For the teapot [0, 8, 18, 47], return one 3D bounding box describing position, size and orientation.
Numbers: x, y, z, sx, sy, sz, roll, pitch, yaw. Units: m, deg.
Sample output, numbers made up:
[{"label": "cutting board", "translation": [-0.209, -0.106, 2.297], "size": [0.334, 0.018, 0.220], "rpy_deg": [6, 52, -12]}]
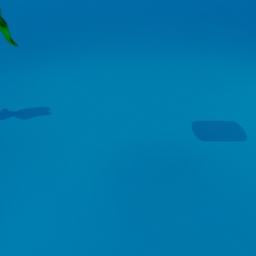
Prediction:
[{"label": "teapot", "translation": [-2.880, -2.019, 5.246], "size": [1.710, 0.837, 1.063], "rpy_deg": [18, 43, -2]}]
